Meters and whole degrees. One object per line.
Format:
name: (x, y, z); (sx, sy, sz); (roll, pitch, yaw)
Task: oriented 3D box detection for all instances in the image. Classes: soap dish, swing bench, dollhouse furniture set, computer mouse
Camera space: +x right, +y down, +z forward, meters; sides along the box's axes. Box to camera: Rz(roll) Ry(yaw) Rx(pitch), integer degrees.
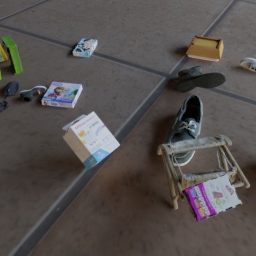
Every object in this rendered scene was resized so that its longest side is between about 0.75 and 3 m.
soap dish: (3.779, -3.909, 13.639); (1.636, 0.664, 1.287); (14, 46, 16)
swing bench: (1.973, 1.070, 7.771); (1.843, 1.202, 1.853); (-9, 63, -7)
dollhouse furniture set: (-6.226, -3.483, 12.636); (1.872, 1.434, 2.857); (-24, 49, -23)
computer mouse: (-4.867, -1.300, 11.180); (0.570, 0.331, 1.944); (3, 44, 1)

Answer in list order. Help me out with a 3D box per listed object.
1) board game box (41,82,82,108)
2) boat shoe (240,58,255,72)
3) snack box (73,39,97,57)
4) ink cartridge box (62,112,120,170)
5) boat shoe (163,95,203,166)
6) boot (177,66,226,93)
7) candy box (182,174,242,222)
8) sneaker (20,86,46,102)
board game box: (-2.633, -1.355, 11.279); (1.272, 0.262, 1.269); (6, 44, 6)
boat shoe: (5.723, -2.772, 12.661); (1.340, 0.483, 0.459); (24, 47, 10)
snack box: (-2.129, -4.036, 14.061); (0.818, 0.261, 1.408); (8, 45, 8)
ink cartridge box: (-1.163, 0.310, 8.323); (0.938, 0.914, 1.460); (-39, 90, -33)
boat shoe: (1.903, -0.030, 9.429); (1.079, 0.916, 2.964); (16, 46, 15)
boot: (2.955, -2.190, 11.518); (1.981, 0.671, 1.294); (-8, 41, 25)
candy box: (1.968, 1.650, 6.633); (1.150, 0.351, 0.784); (-17, 69, -10)
sneaker: (-3.774, -1.327, 11.204); (1.055, 0.373, 0.523); (-18, 48, -10)
